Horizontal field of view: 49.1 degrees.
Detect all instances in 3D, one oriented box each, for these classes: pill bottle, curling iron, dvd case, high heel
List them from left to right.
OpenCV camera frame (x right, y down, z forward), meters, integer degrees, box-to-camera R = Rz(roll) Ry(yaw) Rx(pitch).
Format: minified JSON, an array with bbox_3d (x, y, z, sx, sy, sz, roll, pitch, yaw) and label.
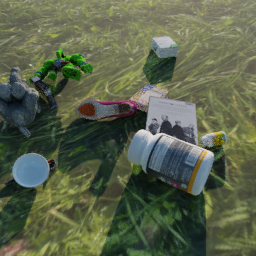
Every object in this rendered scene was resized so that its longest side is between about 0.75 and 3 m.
[{"bbox_3d":[-3.265,1.508,9.516,1.821,0.233,0.451,-20,44,-23],"label":"curling iron"},{"bbox_3d":[-0.917,-0.768,12.102,2.586,0.872,1.243,3,3,15],"label":"high heel"},{"bbox_3d":[1.360,1.031,9.138,2.526,1.470,1.470,21,45,24],"label":"pill bottle"},{"bbox_3d":[1.736,-0.223,11.188,2.042,0.336,2.717,11,43,0],"label":"dvd case"},{"bbox_3d":[3.210,0.441,10.573,0.888,0.501,0.501,-9,41,-11],"label":"pill bottle"}]

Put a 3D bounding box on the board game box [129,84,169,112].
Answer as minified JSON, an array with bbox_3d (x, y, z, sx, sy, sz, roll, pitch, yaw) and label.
[{"bbox_3d":[0.978,-1.360,12.801,1.200,0.367,1.584,25,46,26],"label":"board game box"}]

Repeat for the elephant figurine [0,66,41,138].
[{"bbox_3d":[-4.474,-1.197,11.697,1.906,2.090,2.694,28,6,-19],"label":"elephant figurine"}]

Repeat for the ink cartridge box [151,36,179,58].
[{"bbox_3d":[2.162,-4.823,16.658,1.141,0.687,1.570,-9,42,-12],"label":"ink cartridge box"}]

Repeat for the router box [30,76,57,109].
[{"bbox_3d":[-3.775,-1.611,12.552,0.346,1.042,1.325,-35,50,-21],"label":"router box"}]

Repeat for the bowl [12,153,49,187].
[{"bbox_3d":[-3.189,1.452,9.222,1.140,0.512,1.140,8,62,-15],"label":"bowl"}]

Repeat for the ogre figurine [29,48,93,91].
[{"bbox_3d":[-3.190,-2.953,13.757,2.994,1.469,1.795,-26,38,19],"label":"ogre figurine"}]
